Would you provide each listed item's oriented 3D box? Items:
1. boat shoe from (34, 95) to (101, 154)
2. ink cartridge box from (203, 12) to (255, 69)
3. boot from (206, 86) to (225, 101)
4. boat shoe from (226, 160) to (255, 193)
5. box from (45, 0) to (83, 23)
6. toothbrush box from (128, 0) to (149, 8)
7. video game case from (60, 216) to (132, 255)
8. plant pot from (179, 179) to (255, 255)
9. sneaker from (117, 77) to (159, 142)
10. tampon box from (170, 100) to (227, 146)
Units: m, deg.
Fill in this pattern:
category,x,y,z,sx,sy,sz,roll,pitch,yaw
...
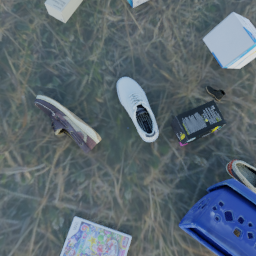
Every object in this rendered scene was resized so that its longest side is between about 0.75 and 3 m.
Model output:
category,x,y,z,sx,sy,sz,roll,pitch,yaw
boat shoe,-2.394,-0.145,10.428,2.927,1.053,0.948,35,73,2
ink cartridge box,4.077,-3.192,10.526,1.917,1.387,1.411,-13,69,-50
boot,3.458,-1.469,10.996,0.770,0.533,0.298,44,69,8
boat shoe,4.685,1.941,10.027,2.408,0.754,0.857,35,76,7
box,-2.485,-5.725,11.987,0.929,0.773,2.261,30,77,7
toothbrush box,0.302,-6.108,12.174,1.024,0.597,1.399,-29,77,-7
video game case,-1.120,4.183,9.734,2.153,0.194,1.542,18,76,5
plant pot,3.282,2.985,9.028,2.279,2.279,2.049,36,73,10
sneaker,0.420,-0.829,10.606,1.026,0.994,2.808,-27,77,-7
tampon box,2.547,-0.142,10.330,1.564,1.172,0.987,-23,77,-6
